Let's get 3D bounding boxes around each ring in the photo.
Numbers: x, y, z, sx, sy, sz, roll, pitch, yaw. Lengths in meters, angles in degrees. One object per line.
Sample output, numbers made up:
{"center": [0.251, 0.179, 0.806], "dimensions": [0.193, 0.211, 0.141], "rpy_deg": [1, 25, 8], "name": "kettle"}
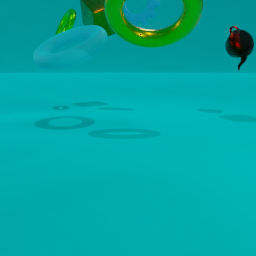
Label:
{"center": [0.496, -2.337, 5.573], "dimensions": [1.939, 0.388, 1.939], "rpy_deg": [3, -26, 1], "name": "ring"}
{"center": [-2.260, -3.629, 10.046], "dimensions": [0.276, 1.382, 1.382], "rpy_deg": [23, 0, -30], "name": "ring"}
{"center": [-1.544, -2.174, 7.494], "dimensions": [2.075, 0.415, 2.075], "rpy_deg": [-13, 37, 10], "name": "ring"}

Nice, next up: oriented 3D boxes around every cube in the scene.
{"center": [-1.016, -4.429, 10.896], "dimensions": [1.242, 1.242, 1.242], "rpy_deg": [-25, 60, -17], "name": "cube"}

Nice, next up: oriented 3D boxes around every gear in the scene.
{"center": [0.280, -4.167, 9.255], "dimensions": [1.506, 1.506, 0.279], "rpy_deg": [2, 17, 9], "name": "gear"}

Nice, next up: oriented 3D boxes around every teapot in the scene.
{"center": [3.815, -2.809, 9.699], "dimensions": [0.997, 1.603, 0.785], "rpy_deg": [-6, -11, -24], "name": "teapot"}
